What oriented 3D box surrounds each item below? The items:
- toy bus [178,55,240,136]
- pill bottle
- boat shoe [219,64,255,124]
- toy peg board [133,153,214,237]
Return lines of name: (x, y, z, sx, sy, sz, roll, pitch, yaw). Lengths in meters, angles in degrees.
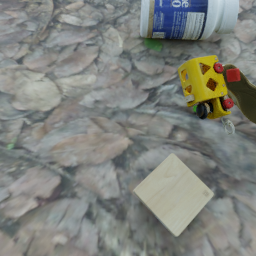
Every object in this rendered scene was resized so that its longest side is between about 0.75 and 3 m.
toy bus: (1.762, -0.801, 6.612, 0.900, 1.644, 1.743, -12, 39, -19)
pill bottle: (1.868, -3.677, 8.928, 2.910, 1.615, 1.615, 2, 54, 1)
boat shoe: (2.882, -0.884, 7.031, 0.672, 1.816, 0.603, -36, 11, 14)
toy peg board: (0.892, 1.394, 5.825, 1.191, 0.583, 1.186, -40, 77, -21)
